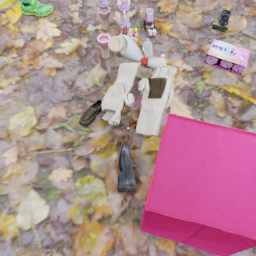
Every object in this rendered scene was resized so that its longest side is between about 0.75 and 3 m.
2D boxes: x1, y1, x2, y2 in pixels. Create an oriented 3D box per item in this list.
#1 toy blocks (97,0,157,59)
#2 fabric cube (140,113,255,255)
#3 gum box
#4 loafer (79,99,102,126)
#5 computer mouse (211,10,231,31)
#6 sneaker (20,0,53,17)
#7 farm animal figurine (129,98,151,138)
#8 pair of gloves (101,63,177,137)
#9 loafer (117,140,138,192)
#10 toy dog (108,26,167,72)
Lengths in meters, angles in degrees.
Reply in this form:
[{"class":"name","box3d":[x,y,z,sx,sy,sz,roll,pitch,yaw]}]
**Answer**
[{"class":"toy blocks","box3d":[-0.005,-4.742,12.257,2.699,2.272,2.522,-3,59,-1]},{"class":"fabric cube","box3d":[2.133,1.775,8.267,2.953,2.943,2.897,15,61,8]},{"class":"gum box","box3d":[4.408,-3.109,12.329,1.787,0.591,1.014,23,62,12]},{"class":"loafer","box3d":[-1.451,-0.655,11.021,0.498,0.487,1.365,29,65,15]},{"class":"computer mouse","box3d":[4.528,-5.271,13.751,0.906,0.297,1.290,12,69,8]},{"class":"sneaker","box3d":[-4.568,-5.973,13.886,1.659,0.693,0.614,3,60,1]},{"class":"farm animal figurine","box3d":[0.587,-0.352,10.814,1.099,0.684,1.361,24,59,-8]},{"class":"pair of gloves","box3d":[0.239,-1.148,9.896,2.944,0.516,2.503,19,85,43]},{"class":"loafer","box3d":[0.015,1.339,9.858,0.671,0.675,1.855,5,71,-5]},{"class":"toy dog","box3d":[0.419,-3.161,11.002,2.427,1.601,1.169,20,97,-17]}]
